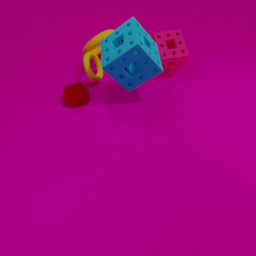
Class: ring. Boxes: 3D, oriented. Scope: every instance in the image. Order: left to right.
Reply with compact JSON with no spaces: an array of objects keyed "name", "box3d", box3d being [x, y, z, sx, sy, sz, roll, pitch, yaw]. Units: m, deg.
[{"name":"ring","box3d":[-1.287,-2.285,10.434,0.222,1.109,1.109,-12,39,26]},{"name":"ring","box3d":[-1.092,-3.269,10.967,1.599,1.599,0.320,-35,91,-30]}]

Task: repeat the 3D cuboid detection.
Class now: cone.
[{"name":"cone","box3d":[-1.622,-1.293,9.213,0.938,0.941,0.938,6,72,-18]}]

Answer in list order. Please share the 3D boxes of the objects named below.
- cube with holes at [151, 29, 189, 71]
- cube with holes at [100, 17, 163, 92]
[{"name":"cube with holes","box3d":[1.466,-2.888,10.570,1.078,1.078,1.078,-13,79,-12]},{"name":"cube with holes","box3d":[0.093,-2.319,9.003,1.370,1.370,1.370,-28,48,26]}]
